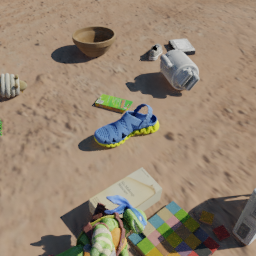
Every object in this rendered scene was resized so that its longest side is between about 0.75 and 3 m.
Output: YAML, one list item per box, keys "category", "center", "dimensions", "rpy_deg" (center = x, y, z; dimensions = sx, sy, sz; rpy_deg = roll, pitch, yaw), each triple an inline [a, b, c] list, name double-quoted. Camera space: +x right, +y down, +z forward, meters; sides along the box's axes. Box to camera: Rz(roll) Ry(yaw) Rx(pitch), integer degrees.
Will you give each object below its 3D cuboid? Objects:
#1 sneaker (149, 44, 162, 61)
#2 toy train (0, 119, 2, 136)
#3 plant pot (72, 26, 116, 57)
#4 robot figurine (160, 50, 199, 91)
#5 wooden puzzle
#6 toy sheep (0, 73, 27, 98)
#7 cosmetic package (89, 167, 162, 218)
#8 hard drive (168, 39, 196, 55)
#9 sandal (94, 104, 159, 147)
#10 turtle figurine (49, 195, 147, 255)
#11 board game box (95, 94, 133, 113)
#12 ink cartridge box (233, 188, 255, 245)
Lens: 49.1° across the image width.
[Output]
- category: "sneaker"
  center: [1.492, -4.117, 14.684]
  dimensions: [0.562, 0.616, 1.503]
  rpy_deg: [9, 42, 10]
- category: "toy train"
  center: [-4.793, 0.004, 10.324]
  dimensions: [0.261, 0.193, 0.926]
  rpy_deg: [-21, 44, -7]
- category: "plant pot"
  center: [-1.765, -4.469, 14.767]
  dimensions: [2.257, 1.042, 2.257]
  rpy_deg: [0, 42, 0]
- category: "robot figurine"
  center: [2.239, -2.595, 12.410]
  dimensions: [1.971, 1.312, 2.324]
  rpy_deg: [25, 27, -37]
- category: "wooden puzzle"
  center: [1.171, 2.838, 7.065]
  dimensions: [2.775, 0.195, 1.646]
  rpy_deg: [-29, 49, -29]
- category: "toy sheep"
  center: [-5.062, -1.781, 11.666]
  dimensions: [1.630, 1.124, 1.124]
  rpy_deg: [1, 39, -20]
- category: "cosmetic package"
  center: [-0.061, 1.966, 7.673]
  dimensions: [1.825, 0.667, 0.945]
  rpy_deg: [-28, 53, -27]
- category: "hard drive"
  center: [2.924, -4.428, 15.297]
  dimensions: [1.078, 0.292, 1.543]
  rpy_deg: [-6, 42, -7]
- category: "sandal"
  center: [-0.042, -0.168, 9.844]
  dimensions: [2.517, 1.096, 1.000]
  rpy_deg: [-22, 48, -21]
- category: "turtle figurine"
  center: [-0.586, 2.957, 5.386]
  dimensions: [2.861, 2.123, 2.950]
  rpy_deg: [-28, 67, -7]
- category: "board game box"
  center: [-0.557, -1.006, 11.459]
  dimensions: [1.418, 0.213, 0.678]
  rpy_deg: [14, 44, 19]
- category: "ink cartridge box"
  center: [3.783, 1.724, 7.072]
  dimensions: [2.324, 1.860, 0.549]
  rpy_deg: [-25, 47, -26]
